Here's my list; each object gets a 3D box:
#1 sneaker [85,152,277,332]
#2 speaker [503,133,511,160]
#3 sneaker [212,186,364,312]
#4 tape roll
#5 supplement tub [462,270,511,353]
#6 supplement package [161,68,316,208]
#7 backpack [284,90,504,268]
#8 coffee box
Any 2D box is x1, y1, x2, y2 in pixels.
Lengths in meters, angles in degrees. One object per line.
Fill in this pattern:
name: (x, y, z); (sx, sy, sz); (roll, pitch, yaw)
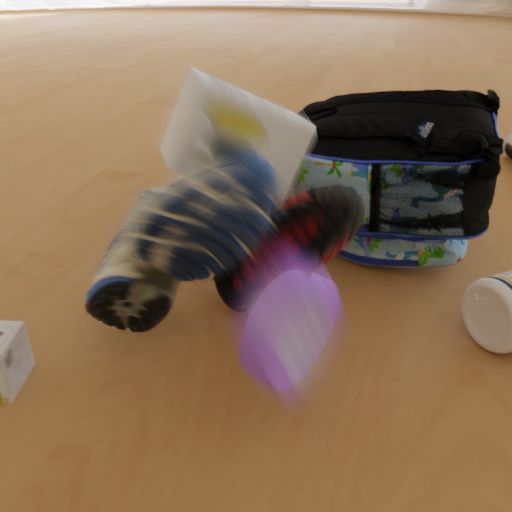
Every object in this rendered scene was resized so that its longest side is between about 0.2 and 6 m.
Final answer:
sneaker: (-1.117, -0.417, 7.314); (1.358, 3.524, 1.501); (30, 42, -31)
speaker: (6.649, -2.444, 13.612); (0.674, 0.674, 1.660); (-2, 32, -3)
sneaker: (0.578, -0.189, 8.140); (1.370, 2.805, 0.991); (-27, 80, -48)
tape roll: (0.395, 0.814, 6.319); (0.442, 1.347, 1.347); (27, 40, 29)
supplement tub: (3.837, 0.702, 7.967); (1.488, 1.074, 1.074); (-13, 33, -21)
supplement package: (-0.333, -1.773, 8.428); (1.792, 1.360, 1.350); (18, 18, -20)
backpack: (2.263, -1.381, 9.912); (3.551, 2.610, 3.250); (7, 32, 17)
coffee box: (-3.420, 1.342, 7.220); (0.736, 0.744, 0.743); (2, 31, 4)
